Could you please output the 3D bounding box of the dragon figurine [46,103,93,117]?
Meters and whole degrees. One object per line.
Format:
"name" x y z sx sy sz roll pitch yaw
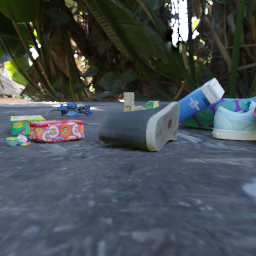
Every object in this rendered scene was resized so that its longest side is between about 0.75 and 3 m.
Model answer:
"dragon figurine" -3.448 -1.086 16.783 2.705 0.796 1.345 -4 8 -38

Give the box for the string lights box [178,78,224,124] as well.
"string lights box" 2.223 -0.834 9.898 2.170 0.640 1.115 -34 2 31

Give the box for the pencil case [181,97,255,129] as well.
"pencil case" 3.389 -0.563 10.519 2.886 1.228 1.334 7 31 44

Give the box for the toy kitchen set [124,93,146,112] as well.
"toy kitchen set" 0.645 -1.771 19.655 1.323 1.463 1.621 4 12 25

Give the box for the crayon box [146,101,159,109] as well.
"crayon box" 1.659 -1.340 18.619 0.425 0.867 1.460 3 8 24

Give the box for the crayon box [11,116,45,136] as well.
"crayon box" -3.535 -0.117 9.843 1.065 0.522 1.794 -3 7 -22

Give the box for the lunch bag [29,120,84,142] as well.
"lunch bag" -2.125 0.073 8.259 1.468 0.601 1.293 -4 3 -32

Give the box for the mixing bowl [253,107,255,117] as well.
"mixing bowl" 4.281 -0.168 7.206 1.821 0.987 1.821 -19 20 7

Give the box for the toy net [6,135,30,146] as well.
"toy net" -2.900 0.321 7.577 0.553 0.204 1.055 -1 7 -10

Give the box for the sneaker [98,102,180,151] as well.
"sneaker" 0.461 -0.182 7.770 1.586 1.117 2.986 6 10 23

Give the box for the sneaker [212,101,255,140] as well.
"sneaker" 3.931 -0.232 8.257 2.774 1.137 1.025 -1 8 -3
